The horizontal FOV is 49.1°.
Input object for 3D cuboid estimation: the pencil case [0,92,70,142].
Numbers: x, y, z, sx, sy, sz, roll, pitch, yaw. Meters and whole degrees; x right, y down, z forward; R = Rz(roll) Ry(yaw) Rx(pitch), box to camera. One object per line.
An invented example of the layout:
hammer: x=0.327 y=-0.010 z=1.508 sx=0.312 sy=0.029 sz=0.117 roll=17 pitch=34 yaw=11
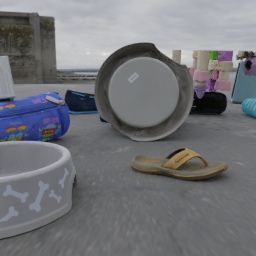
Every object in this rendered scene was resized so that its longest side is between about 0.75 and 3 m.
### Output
pencil case: x=-2.183 y=-0.121 z=5.386 sx=1.106 sy=0.993 sz=2.546 roll=-42 pitch=-12 yaw=31

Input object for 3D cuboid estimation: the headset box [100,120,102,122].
headset box: x=-0.504 y=-0.377 z=8.824 sx=0.580 sy=0.292 sz=0.780 roll=3 pitch=11 yaw=14

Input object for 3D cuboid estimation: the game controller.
game controller: x=2.251 y=-0.951 z=10.173 sx=2.541 sy=0.535 sz=1.326 roll=4 pitch=-29 yaw=21

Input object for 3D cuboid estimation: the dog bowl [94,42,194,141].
dog bowl: x=0.351 y=-0.789 z=6.389 sx=2.183 sy=2.183 sz=0.640 roll=0 pitch=-2 yaw=2

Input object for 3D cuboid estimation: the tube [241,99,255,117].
tube: x=4.389 y=-0.636 z=9.196 sx=0.565 sy=0.868 sz=2.241 roll=23 pitch=8 yaw=-1

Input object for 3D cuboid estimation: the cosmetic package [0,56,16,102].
cosmetic package: x=-3.117 y=-0.762 z=5.044 sx=1.891 sy=0.802 sz=1.018 roll=-12 pitch=4 yaw=-24

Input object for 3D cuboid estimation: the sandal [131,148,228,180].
sandal: x=0.713 y=0.473 z=4.093 sx=1.414 sy=0.382 sz=0.568 roll=4 pitch=11 yaw=21

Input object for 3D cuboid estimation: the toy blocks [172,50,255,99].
toy blocks: x=3.070 y=-1.758 z=10.300 sx=2.543 sy=2.141 sz=2.377 roll=-4 pitch=16 yaw=-18

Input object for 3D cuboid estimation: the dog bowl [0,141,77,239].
dog bowl: x=-1.451 y=0.573 z=3.213 sx=1.797 sy=0.527 sz=1.797 roll=-1 pitch=11 yaw=0

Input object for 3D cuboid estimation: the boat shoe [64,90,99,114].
boat shoe: x=-1.022 y=-1.136 z=10.926 sx=2.905 sy=0.997 sz=1.222 roll=-9 pitch=14 yaw=-38

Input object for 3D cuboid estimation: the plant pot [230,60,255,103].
plant pot: x=6.628 y=-2.249 z=14.435 sx=2.139 sy=2.100 sz=2.094 roll=12 pitch=14 yaw=15

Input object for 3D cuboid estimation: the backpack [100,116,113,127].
backpack: x=0.707 y=-0.775 z=7.836 sx=1.984 sy=1.870 sz=2.432 roll=0 pitch=-6 yaw=41
